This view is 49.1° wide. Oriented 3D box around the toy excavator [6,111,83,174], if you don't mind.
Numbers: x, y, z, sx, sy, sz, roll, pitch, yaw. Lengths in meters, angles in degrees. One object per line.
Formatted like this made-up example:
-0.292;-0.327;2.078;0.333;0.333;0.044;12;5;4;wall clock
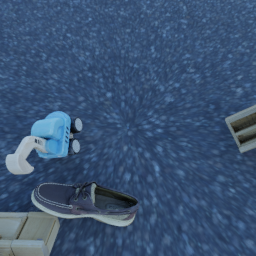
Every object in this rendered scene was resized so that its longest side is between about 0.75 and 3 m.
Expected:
-1.920;0.303;6.384;0.882;1.766;1.717;-7;68;23;toy excavator

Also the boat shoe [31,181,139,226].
-0.840;1.483;5.943;2.275;0.737;0.818;18;36;-11;boat shoe

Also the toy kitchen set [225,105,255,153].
3.464;0.347;5.973;2.117;2.347;1.915;-26;89;24;toy kitchen set

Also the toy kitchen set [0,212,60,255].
-2.690;1.818;4.937;2.197;1.982;1.792;-1;31;6;toy kitchen set
